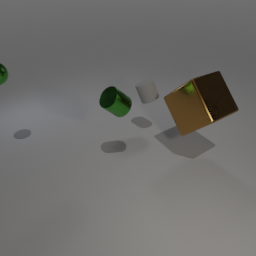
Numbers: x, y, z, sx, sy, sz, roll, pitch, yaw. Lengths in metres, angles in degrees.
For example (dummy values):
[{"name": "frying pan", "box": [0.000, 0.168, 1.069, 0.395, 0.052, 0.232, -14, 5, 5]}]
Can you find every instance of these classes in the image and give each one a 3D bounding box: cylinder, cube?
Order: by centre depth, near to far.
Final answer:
[{"name": "cylinder", "box": [-0.361, -0.757, 8.169, 0.700, 0.700, 0.700, 31, 0, 43]}, {"name": "cube", "box": [2.276, -0.761, 8.818, 1.400, 1.400, 1.400, -21, -6, -35]}, {"name": "cylinder", "box": [0.714, -1.356, 10.298, 0.700, 0.700, 0.700, -21, 19, 8]}]

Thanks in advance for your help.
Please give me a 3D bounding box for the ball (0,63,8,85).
[{"name": "ball", "box": [-3.944, -1.610, 8.348, 0.700, 0.700, 0.700, 0, 29, 0]}]
